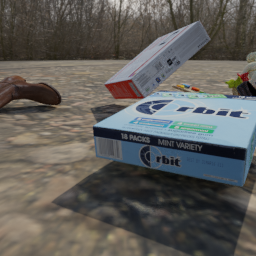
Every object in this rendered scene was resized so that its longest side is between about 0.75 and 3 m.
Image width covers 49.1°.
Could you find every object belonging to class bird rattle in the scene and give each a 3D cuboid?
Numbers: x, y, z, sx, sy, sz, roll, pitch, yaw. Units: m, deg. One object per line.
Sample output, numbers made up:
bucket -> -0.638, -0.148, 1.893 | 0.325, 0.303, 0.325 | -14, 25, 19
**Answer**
bird rattle -> 3.680, -1.395, 9.399 | 0.589, 0.852, 1.045 | 5, 20, 35

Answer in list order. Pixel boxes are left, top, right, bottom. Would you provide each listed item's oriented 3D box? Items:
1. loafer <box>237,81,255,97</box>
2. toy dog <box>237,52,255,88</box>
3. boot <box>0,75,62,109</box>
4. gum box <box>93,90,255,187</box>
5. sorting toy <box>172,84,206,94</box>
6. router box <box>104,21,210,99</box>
loafer -> 3.464, -0.785, 7.547 | 0.423, 1.177, 0.371 | -39, -9, -30
toy dog -> 5.687, -2.018, 11.334 | 2.264, 1.629, 2.335 | -1, 31, 36
boot -> -3.649, -0.849, 8.827 | 2.250, 0.775, 2.414 | 18, 30, 14
gum box -> 1.102, -0.065, 5.078 | 2.313, 0.606, 2.722 | 7, 23, 28
sorting toy -> 2.723, -1.568, 11.626 | 1.500, 0.221, 1.108 | 27, 24, 33
router box -> 0.837, -2.149, 9.315 | 2.917, 0.713, 2.618 | -42, 18, -12
